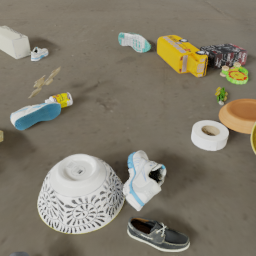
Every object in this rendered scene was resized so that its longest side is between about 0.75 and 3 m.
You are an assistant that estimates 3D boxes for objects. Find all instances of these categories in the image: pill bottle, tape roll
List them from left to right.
[{"bbox_3d":[-2.378,-0.910,9.626,0.845,0.462,0.462,-20,41,-25],"label":"pill bottle"},{"bbox_3d":[2.389,0.207,8.200,1.033,0.361,1.033,0,36,0],"label":"tape roll"}]

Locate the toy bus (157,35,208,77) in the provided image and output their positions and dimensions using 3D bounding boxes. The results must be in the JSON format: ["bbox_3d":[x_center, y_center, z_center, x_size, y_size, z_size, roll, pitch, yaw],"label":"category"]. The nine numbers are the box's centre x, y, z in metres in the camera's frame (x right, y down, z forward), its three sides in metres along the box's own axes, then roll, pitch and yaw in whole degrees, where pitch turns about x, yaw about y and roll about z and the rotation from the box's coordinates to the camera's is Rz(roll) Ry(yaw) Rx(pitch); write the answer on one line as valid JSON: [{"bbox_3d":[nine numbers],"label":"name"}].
[{"bbox_3d":[2.337,-3.193,12.304,1.122,0.933,2.865,-11,38,-14],"label":"toy bus"}]

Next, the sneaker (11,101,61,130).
[{"bbox_3d":[-2.935,-0.511,8.975,1.618,0.619,0.653,-23,40,-31],"label":"sneaker"}]

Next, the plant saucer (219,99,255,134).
[{"bbox_3d":[3.719,-0.436,8.589,1.763,0.330,1.763,-4,33,3],"label":"plant saucer"}]

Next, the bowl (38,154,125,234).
[{"bbox_3d":[-1.081,1.224,6.338,2.033,0.954,2.033,1,36,0],"label":"bowl"}]

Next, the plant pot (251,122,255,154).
[{"bbox_3d":[4.195,0.298,7.338,1.106,1.557,1.557,8,21,-49],"label":"plant pot"}]

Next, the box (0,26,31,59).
[{"bbox_3d":[-5.731,-4.220,13.694,0.807,0.970,2.360,-30,47,-34],"label":"box"}]

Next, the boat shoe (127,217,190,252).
[{"bbox_3d":[0.602,2.104,5.599,1.277,0.432,0.458,12,37,14],"label":"boat shoe"}]

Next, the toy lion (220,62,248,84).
[{"bbox_3d":[4.473,-2.192,11.489,1.168,0.401,1.120,-21,48,-26],"label":"toy lion"}]

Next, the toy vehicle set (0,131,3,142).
[{"bbox_3d":[-4.581,0.391,7.285,1.423,0.304,2.290,8,15,10],"label":"toy vehicle set"}]

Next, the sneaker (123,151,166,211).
[{"bbox_3d":[0.477,1.016,6.359,0.862,0.746,1.989,-34,18,16],"label":"sneaker"}]

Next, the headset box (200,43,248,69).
[{"bbox_3d":[4.317,-3.261,12.559,1.759,0.679,1.309,-10,33,-15],"label":"headset box"}]

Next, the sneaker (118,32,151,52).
[{"bbox_3d":[0.497,-4.440,14.162,0.967,0.822,2.120,-25,44,-35],"label":"sneaker"}]

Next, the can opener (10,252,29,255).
[{"bbox_3d":[-1.370,3.051,4.339,0.796,0.635,2.380,16,23,-38],"label":"can opener"}]

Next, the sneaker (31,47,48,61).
[{"bbox_3d":[-4.171,-3.597,13.218,0.452,0.522,1.205,8,36,12],"label":"sneaker"}]

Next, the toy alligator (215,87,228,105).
[{"bbox_3d":[3.290,-1.100,10.022,0.404,0.293,1.219,38,41,-3],"label":"toy alligator"}]

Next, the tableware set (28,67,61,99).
[{"bbox_3d":[-2.849,-1.548,9.510,0.162,1.397,1.167,47,55,-8],"label":"tableware set"}]
